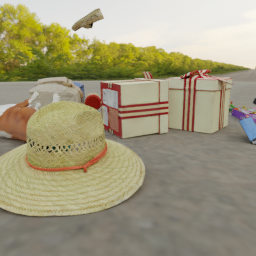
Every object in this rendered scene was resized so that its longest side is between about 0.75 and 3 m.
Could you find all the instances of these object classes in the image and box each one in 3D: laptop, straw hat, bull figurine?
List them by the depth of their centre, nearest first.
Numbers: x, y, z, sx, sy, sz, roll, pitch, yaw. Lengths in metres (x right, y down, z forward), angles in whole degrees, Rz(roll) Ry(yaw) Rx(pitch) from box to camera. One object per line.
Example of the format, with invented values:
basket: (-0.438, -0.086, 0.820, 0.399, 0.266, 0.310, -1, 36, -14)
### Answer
straw hat: (-1.046, 0.196, 4.810, 2.822, 1.194, 2.822, 2, 23, -1)
laptop: (3.768, 0.091, 7.802, 1.056, 0.612, 0.989, 10, 16, 40)
bull figurine: (-2.906, -0.269, 8.053, 2.930, 0.954, 1.779, 16, 52, 32)

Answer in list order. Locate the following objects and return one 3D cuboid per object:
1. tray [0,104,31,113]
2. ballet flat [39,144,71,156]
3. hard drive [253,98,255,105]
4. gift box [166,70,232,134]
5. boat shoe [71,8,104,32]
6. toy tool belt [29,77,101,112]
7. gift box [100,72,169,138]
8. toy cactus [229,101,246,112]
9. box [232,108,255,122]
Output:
tray: (-5.567, -0.779, 12.671, 1.437, 0.297, 2.677, 3, 12, 18)
ballet flat: (-1.753, 0.577, 5.884, 0.470, 0.508, 1.441, -31, -3, 22)
hard drive: (5.841, -0.640, 10.531, 1.376, 0.373, 1.970, 18, 14, -17)
gift box: (2.599, -0.992, 9.618, 2.111, 1.971, 1.948, 6, 14, 31)
boat shoe: (-1.702, -4.360, 11.643, 1.587, 0.512, 0.565, -19, 20, 33)
toy tool belt: (-2.496, -1.293, 11.659, 2.872, 1.793, 1.765, 0, 20, -3)
gift box: (0.224, -0.821, 9.115, 1.893, 1.871, 2.027, -7, 20, -24)
toy cactus: (5.040, -0.888, 12.998, 0.989, 0.506, 0.816, 10, 22, 4)
box: (5.094, -0.551, 11.457, 1.181, 0.337, 1.725, 1, 12, 3)
